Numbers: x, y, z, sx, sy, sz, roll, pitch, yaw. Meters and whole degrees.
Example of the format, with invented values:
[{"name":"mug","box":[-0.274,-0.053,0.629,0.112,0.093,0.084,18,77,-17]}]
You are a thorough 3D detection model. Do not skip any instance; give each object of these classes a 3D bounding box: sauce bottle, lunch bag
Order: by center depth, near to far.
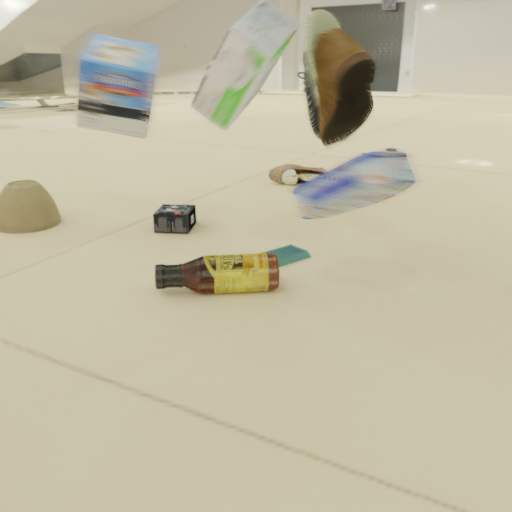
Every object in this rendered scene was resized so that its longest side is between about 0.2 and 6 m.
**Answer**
[{"name":"lunch bag","box":[1.564,-1.153,9.043,1.449,0.683,1.809,-10,-10,-45]},{"name":"sauce bottle","box":[-0.682,0.323,9.785,2.140,0.706,0.706,-3,21,-8]}]

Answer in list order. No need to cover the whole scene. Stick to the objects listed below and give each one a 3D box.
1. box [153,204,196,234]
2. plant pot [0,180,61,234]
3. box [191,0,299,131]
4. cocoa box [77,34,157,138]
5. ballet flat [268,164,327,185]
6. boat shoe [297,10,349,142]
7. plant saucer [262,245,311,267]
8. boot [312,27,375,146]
[{"name":"box","box":[-1.898,-0.871,13.133,0.817,0.467,0.898,1,21,6]},{"name":"plant pot","box":[-5.496,-1.240,13.340,1.515,1.017,1.515,1,21,0]},{"name":"box","box":[-0.232,-3.505,10.276,0.874,1.808,1.595,35,46,-6]},{"name":"cocoa box","box":[-2.355,-2.963,9.639,1.158,1.139,1.736,8,33,-12]},{"name":"ballet flat","box":[1.323,-2.438,17.021,1.857,0.632,0.624,-4,28,-6]},{"name":"boat shoe","box":[1.558,-4.151,13.119,1.139,3.053,0.950,-12,5,-26]},{"name":"plant saucer","box":[0.238,0.082,11.122,1.813,0.172,0.634,-15,26,-36]},{"name":"boot","box":[1.649,-3.332,11.282,1.112,3.021,1.140,-26,71,-7]}]
